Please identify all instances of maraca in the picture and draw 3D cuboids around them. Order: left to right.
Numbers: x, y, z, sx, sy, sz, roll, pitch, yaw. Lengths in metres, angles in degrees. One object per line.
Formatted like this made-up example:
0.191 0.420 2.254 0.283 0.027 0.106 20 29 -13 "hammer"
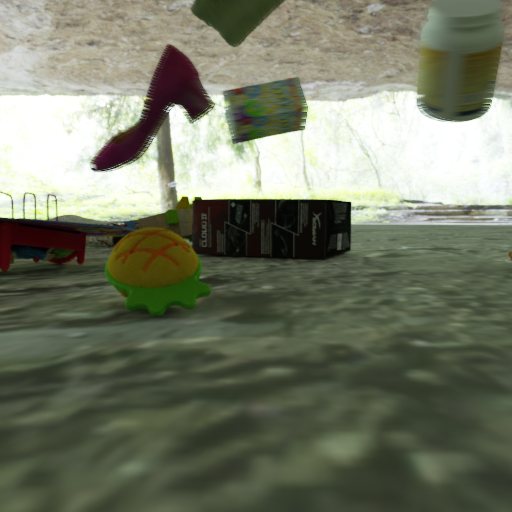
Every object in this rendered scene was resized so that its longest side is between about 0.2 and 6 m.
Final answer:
-0.832 0.149 4.696 0.811 0.633 1.183 -13 31 -18 "maraca"

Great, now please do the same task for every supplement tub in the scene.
3.262 -3.162 9.029 1.239 1.715 1.239 -5 41 4 "supplement tub"

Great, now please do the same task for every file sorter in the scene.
-5.110 -0.678 11.433 1.982 1.243 1.378 -1 4 -12 "file sorter"

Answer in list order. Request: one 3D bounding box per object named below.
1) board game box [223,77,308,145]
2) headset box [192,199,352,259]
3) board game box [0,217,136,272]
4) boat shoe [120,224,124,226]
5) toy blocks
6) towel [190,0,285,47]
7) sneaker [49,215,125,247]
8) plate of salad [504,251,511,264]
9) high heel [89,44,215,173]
0.205 -3.301 12.741 1.737 0.911 0.895 -13 -22 -6 "board game box"
0.244 -0.571 10.938 2.859 1.104 2.128 3 5 22 "headset box"
-3.525 -0.114 8.060 3.604 0.702 2.847 4 -3 -25 "board game box"
-3.549 -0.590 15.006 0.576 0.544 1.606 2 5 27 "boat shoe"
-2.095 -0.700 13.906 1.684 1.231 2.463 -11 0 26 "toy blocks"
-0.143 -3.646 7.813 1.401 0.256 1.040 -36 -37 25 "towel"
-3.951 -0.591 13.253 2.178 0.793 0.922 -2 2 -45 "sneaker"
4.349 0.013 7.630 1.764 0.424 1.764 0 3 0 "plate of salad"
-2.152 -2.517 9.910 2.730 1.309 0.919 -24 34 21 "high heel"
